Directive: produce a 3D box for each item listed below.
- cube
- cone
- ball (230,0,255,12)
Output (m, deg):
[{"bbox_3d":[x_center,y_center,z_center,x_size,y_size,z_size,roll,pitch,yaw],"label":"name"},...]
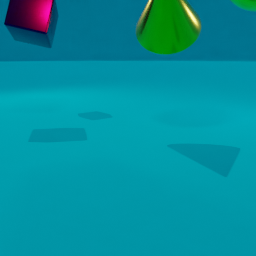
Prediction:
[{"bbox_3d":[-2.422,-2.790,7.175,1.007,1.007,1.007,11,-6,-8],"label":"cube"},{"bbox_3d":[0.756,-2.493,5.562,1.442,1.442,1.447,3,-22,12],"label":"cone"},{"bbox_3d":[2.100,-2.483,4.345,1.250,1.250,1.250,0,15,0],"label":"ball"}]
